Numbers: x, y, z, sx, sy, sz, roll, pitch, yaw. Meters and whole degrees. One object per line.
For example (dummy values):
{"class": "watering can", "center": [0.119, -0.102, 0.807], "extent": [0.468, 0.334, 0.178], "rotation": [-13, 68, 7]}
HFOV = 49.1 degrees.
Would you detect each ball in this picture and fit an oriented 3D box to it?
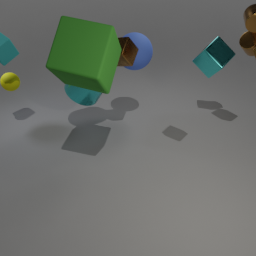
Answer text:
{"class": "ball", "center": [-4.474, -1.753, 10.652], "extent": [0.700, 0.700, 0.700], "rotation": [0, 32, 0]}
{"class": "ball", "center": [0.248, -2.930, 10.748], "extent": [1.400, 1.400, 1.400], "rotation": [0, 32, 0]}

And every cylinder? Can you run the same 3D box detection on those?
{"class": "cylinder", "center": [4.280, -3.684, 9.399], "extent": [0.700, 0.700, 0.700], "rotation": [6, 47, 9]}
{"class": "cylinder", "center": [-1.499, -1.792, 10.535], "extent": [1.400, 1.400, 1.400], "rotation": [22, 41, -20]}
{"class": "cylinder", "center": [4.519, -3.083, 10.229], "extent": [0.700, 0.700, 0.700], "rotation": [30, 8, 38]}

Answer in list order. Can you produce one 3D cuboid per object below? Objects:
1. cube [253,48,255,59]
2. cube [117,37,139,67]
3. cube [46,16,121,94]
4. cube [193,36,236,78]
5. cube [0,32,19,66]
{"class": "cube", "center": [4.820, -2.535, 9.544], "extent": [0.700, 0.700, 0.700], "rotation": [-25, 6, -40]}
{"class": "cube", "center": [-0.181, -2.566, 9.473], "extent": [0.700, 0.700, 0.700], "rotation": [8, 72, 37]}
{"class": "cube", "center": [-1.096, -1.873, 7.423], "extent": [1.400, 1.400, 1.400], "rotation": [14, -6, 8]}
{"class": "cube", "center": [2.397, -1.971, 7.852], "extent": [0.700, 0.700, 0.700], "rotation": [46, 70, -2]}
{"class": "cube", "center": [-4.304, -2.697, 9.521], "extent": [0.700, 0.700, 0.700], "rotation": [36, 72, 27]}
